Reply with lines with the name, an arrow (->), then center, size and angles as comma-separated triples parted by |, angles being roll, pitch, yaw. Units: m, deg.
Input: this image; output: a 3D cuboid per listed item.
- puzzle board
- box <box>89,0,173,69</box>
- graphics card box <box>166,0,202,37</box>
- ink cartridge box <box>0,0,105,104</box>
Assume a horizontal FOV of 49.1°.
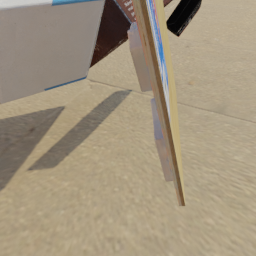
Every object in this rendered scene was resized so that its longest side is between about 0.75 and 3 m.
puzzle board -> 0.353, -0.673, 3.153 | 0.243, 2.789, 2.102 | -7, 50, 13
box -> -0.585, -3.366, 7.656 | 2.110, 2.089, 2.544 | -46, 15, -34
graphics card box -> 1.791, -3.627, 9.014 | 0.522, 1.288, 2.053 | 37, 21, 0
ink cartridge box -> -2.255, -2.392, 5.642 | 2.079, 2.069, 2.834 | -24, 64, -34
